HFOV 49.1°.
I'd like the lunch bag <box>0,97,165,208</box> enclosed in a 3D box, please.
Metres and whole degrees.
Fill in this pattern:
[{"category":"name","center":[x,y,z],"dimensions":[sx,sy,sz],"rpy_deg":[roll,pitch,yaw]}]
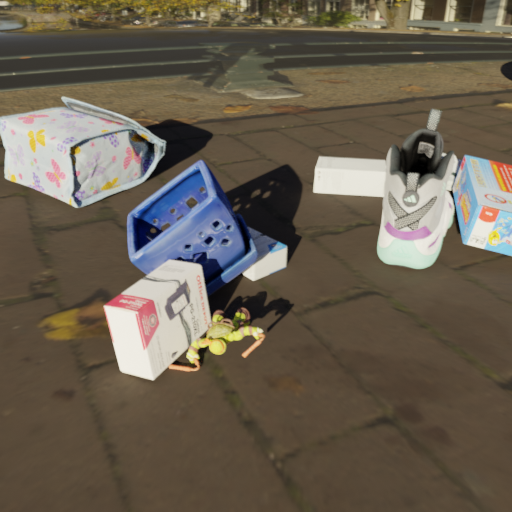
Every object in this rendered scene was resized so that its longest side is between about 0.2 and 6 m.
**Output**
[{"category":"lunch bag","center":[-3.891,-2.518,12.789],"dimensions":[2.441,1.830,2.878],"rpy_deg":[22,32,28]}]

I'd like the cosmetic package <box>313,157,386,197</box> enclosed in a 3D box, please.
[{"category":"cosmetic package","center":[2.140,-1.803,12.701],"dimensions":[1.568,0.636,0.885],"rpy_deg":[7,29,11]}]

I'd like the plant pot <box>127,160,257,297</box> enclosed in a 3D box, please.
[{"category":"plant pot","center":[-0.927,-0.290,8.584],"dimensions":[1.570,1.412,1.570],"rpy_deg":[-36,32,7]}]

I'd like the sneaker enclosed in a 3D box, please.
[{"category":"sneaker","center":[3.065,-1.510,10.197],"dimensions":[1.335,2.402,3.434],"rpy_deg":[7,28,15]}]

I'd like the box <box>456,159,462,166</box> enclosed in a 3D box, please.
[{"category":"box","center":[3.949,-1.912,13.123],"dimensions":[2.133,0.413,0.442],"rpy_deg":[-16,32,-27]}]

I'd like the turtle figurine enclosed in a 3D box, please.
[{"category":"turtle figurine","center":[-0.492,1.031,7.345],"dimensions":[1.330,0.428,1.073],"rpy_deg":[-22,13,14]}]

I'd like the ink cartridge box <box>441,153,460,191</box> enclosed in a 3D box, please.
[{"category":"ink cartridge box","center":[4.544,-1.857,12.628],"dimensions":[1.043,0.262,1.201],"rpy_deg":[9,42,-4]}]

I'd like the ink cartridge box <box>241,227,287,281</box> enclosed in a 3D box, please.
[{"category":"ink cartridge box","center":[-0.096,-0.058,9.561],"dimensions":[0.752,0.438,1.040],"rpy_deg":[-21,34,-35]}]

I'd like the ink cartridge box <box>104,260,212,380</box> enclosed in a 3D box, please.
[{"category":"ink cartridge box","center":[-1.223,0.787,7.306],"dimensions":[0.576,0.989,1.366],"rpy_deg":[7,27,29]}]

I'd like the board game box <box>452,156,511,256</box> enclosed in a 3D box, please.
[{"category":"board game box","center":[5.074,-0.773,10.111],"dimensions":[2.666,0.761,2.723],"rpy_deg":[15,30,8]}]
